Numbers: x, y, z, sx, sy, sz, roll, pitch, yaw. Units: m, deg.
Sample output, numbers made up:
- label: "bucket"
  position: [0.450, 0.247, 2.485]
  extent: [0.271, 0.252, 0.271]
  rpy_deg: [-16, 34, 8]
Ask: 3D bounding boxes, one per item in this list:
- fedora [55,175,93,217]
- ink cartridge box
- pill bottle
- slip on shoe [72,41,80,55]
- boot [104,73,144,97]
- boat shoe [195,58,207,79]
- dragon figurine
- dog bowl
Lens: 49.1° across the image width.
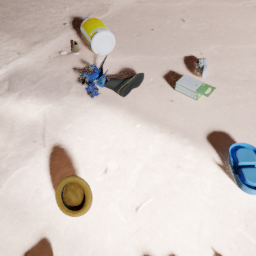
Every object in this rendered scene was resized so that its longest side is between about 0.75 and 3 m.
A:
- label: "fedora"
  position: [-1.619, 2.067, 8.652]
  extent: [1.285, 1.285, 0.524]
  rpy_deg: [0, 1, 7]
- label: "ink cartridge box"
  position: [3.010, -1.742, 12.560]
  extent: [1.627, 0.483, 0.845]
  rpy_deg: [30, 53, 26]
- label: "pill bottle"
  position: [-1.732, -5.098, 15.191]
  extent: [1.364, 1.364, 2.497]
  rpy_deg: [-18, 49, -17]
- label: "slip on shoe"
  position: [-2.836, -4.361, 15.203]
  extent: [0.407, 0.324, 1.071]
  rpy_deg: [-4, 46, -4]
- label: "boot"
  position: [-0.156, -2.209, 12.950]
  extent: [1.183, 0.662, 1.710]
  rpy_deg: [29, 51, 31]
- label: "boat shoe"
  position: [3.552, -2.915, 13.689]
  extent: [0.554, 0.624, 1.696]
  rpy_deg: [4, 36, 10]
- label: "dragon figurine"
  position: [-1.330, -2.353, 12.960]
  extent: [1.292, 0.765, 2.599]
  rpy_deg: [24, 51, 22]
- label: "dog bowl"
  position: [4.082, 1.391, 9.536]
  extent: [1.105, 0.492, 1.983]
  rpy_deg: [-2, 47, -2]
